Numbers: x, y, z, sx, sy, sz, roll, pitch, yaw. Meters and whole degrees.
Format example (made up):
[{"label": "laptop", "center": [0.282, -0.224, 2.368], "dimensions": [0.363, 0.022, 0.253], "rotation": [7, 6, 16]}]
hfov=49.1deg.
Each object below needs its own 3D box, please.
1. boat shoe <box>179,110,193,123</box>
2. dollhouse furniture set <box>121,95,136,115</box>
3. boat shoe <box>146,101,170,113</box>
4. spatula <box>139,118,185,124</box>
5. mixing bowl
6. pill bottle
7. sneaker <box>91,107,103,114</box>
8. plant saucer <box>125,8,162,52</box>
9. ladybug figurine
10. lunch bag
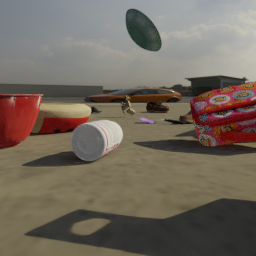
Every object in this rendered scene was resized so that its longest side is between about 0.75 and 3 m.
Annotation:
[{"label": "boat shoe", "center": [2.495, -0.489, 10.584], "dimensions": [1.601, 0.575, 0.606], "rotation": [-6, 9, -43]}, {"label": "dollhouse furniture set", "center": [-0.018, -1.062, 13.740], "dimensions": [0.488, 0.941, 0.416], "rotation": [-33, -38, 26]}, {"label": "boat shoe", "center": [1.864, -1.361, 17.989], "dimensions": [0.739, 0.738, 2.099], "rotation": [-2, 7, -36]}, {"label": "spatula", "center": [1.220, -0.248, 10.248], "dimensions": [1.736, 0.178, 0.491], "rotation": [3, 9, 26]}, {"label": "mixing bowl", "center": [-2.636, -0.160, 5.512], "dimensions": [1.885, 1.021, 1.885], "rotation": [1, 6, 0]}, {"label": "pill bottle", "center": [-0.457, 0.164, 4.573], "dimensions": [0.574, 0.574, 1.012], "rotation": [2, 7, 16]}, {"label": "sneaker", "center": [-1.872, -1.079, 16.815], "dimensions": [0.765, 0.406, 0.286], "rotation": [-4, 7, -29]}, {"label": "plant saucer", "center": [0.527, -4.050, 12.021], "dimensions": [0.413, 2.144, 2.144], "rotation": [-44, 19, -11]}, {"label": "ladybug figurine", "center": [-1.980, -0.285, 7.785], "dimensions": [2.133, 0.767, 1.448], "rotation": [-4, 8, -34]}, {"label": "lunch bag", "center": [2.251, -0.243, 5.604], "dimensions": [1.892, 0.775, 1.667], "rotation": [-13, 26, 11]}]
